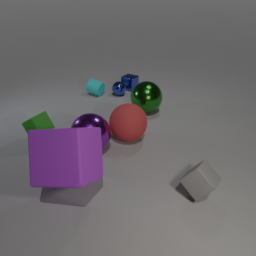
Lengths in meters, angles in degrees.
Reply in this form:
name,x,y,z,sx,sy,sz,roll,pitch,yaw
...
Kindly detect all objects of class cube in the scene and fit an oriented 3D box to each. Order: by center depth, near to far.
name,x,y,z,sx,sy,sz,roll,pitch,yaw
cube,-1.563,0.713,7.265,1.400,1.400,1.400,-3,0,17
cube,1.973,1.406,7.611,0.700,0.700,0.700,52,34,9
cube,-3.242,-0.091,10.139,0.700,0.700,0.700,-20,13,39
cube,0.099,-2.420,14.909,0.700,0.700,0.700,17,34,28

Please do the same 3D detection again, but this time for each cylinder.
name,x,y,z,sx,sy,sz,roll,pitch,yaw
cylinder,-1.626,-2.048,14.116,0.700,0.700,0.700,23,36,18

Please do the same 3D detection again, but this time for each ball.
name,x,y,z,sx,sy,sz,roll,pitch,yaw
ball,-1.288,0.191,9.585,1.400,1.400,1.400,0,29,0
ball,0.009,-0.205,10.277,1.400,1.400,1.400,0,29,0
ball,0.809,-1.350,12.305,1.400,1.400,1.400,0,29,0
ball,-0.454,-1.995,14.105,0.700,0.700,0.700,0,29,0
